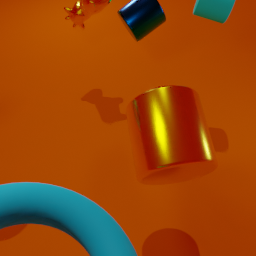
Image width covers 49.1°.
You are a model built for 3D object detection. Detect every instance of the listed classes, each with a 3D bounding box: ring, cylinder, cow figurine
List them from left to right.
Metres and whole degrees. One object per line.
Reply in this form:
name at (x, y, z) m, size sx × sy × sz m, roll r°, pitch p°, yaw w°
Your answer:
ring at (-0.731, 1.195, 2.104) m, size 1.901 × 0.380 × 1.901 m, roll 18°, pitch 33°, yaw -12°
cow figurine at (-1.082, -3.254, 7.514) m, size 1.398 × 0.780 × 1.420 m, roll -40°, pitch 25°, yaw 10°
cylinder at (0.352, -2.869, 7.205) m, size 0.925 × 0.925 × 0.925 m, roll -35°, pitch 56°, yaw 7°
cylinder at (0.658, 0.158, 4.461) m, size 1.237 × 1.237 × 1.237 m, roll -7°, pitch 67°, yaw -5°
cylinder at (1.987, -2.894, 6.450) m, size 0.756 × 0.756 × 0.756 m, roll 18°, pitch 53°, yaw 1°
